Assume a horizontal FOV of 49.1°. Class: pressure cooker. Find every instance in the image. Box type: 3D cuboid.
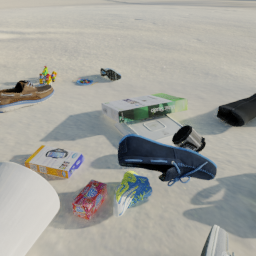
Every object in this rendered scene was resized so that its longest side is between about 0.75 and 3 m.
[{"bbox_3d":[1.999,0.469,9.039,0.833,0.933,0.820,-48,17,-9],"label":"pressure cooker"}]

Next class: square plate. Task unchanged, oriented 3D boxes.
[{"bbox_3d":[1.001,0.029,10.507,2.355,0.335,2.333,-15,33,-24],"label":"square plate"}]

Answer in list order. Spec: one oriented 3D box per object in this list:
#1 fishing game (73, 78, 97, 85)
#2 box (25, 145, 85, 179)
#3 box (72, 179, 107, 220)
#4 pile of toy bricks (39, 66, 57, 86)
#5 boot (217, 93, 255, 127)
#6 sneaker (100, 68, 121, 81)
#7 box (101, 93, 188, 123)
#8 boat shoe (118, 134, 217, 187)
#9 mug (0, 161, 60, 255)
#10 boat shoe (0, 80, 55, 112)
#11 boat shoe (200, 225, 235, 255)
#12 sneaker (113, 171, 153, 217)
[{"bbox_3d":[-2.323,-2.524,15.049,1.290,0.200,0.923,18,32,28],"label":"fishing game"},{"bbox_3d":[-2.207,1.050,8.749,1.675,0.347,0.997,11,32,14],"label":"box"},{"bbox_3d":[-0.966,1.831,7.250,0.481,0.460,0.964,13,33,21],"label":"box"},{"bbox_3d":[-4.389,-2.907,15.060,0.928,0.826,1.673,1,30,2],"label":"pile of toy bricks"},{"bbox_3d":[5.213,-0.683,11.120,2.661,0.873,2.193,-16,22,-33],"label":"boot"},{"bbox_3d":[-0.857,-3.085,15.607,0.713,0.621,1.585,-20,36,-36],"label":"sneaker"},{"bbox_3d":[0.618,-0.869,11.382,2.934,0.533,2.117,-13,18,-19],"label":"box"},{"bbox_3d":[0.966,1.011,7.193,2.649,1.115,0.909,14,58,-3],"label":"boat shoe"},{"bbox_3d":[-2.842,2.112,5.874,2.347,1.880,1.927,-28,25,34],"label":"mug"},{"bbox_3d":[-4.589,-1.582,12.576,1.020,1.021,2.822,25,38,36],"label":"boat shoe"},{"bbox_3d":[1.638,2.939,4.960,0.819,0.942,2.555,13,36,10],"label":"boat shoe"},{"bbox_3d":[0.171,1.693,7.330,0.877,0.632,1.669,7,30,11],"label":"sneaker"}]
